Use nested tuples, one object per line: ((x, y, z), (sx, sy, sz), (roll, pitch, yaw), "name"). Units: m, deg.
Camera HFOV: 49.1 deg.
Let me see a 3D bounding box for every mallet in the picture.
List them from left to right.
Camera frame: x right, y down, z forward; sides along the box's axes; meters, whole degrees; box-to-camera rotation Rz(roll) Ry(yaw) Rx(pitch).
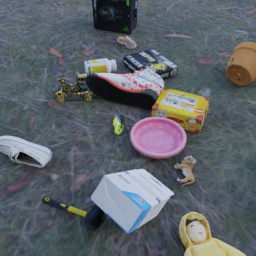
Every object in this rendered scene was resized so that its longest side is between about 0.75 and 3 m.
((-1.541, 2.227, 7.408), (1.810, 0.372, 0.596), (7, 47, 15), "mallet")

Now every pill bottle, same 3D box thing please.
((-1.203, -2.655, 12.333), (1.322, 0.741, 0.741), (-10, 44, -10), "pill bottle")

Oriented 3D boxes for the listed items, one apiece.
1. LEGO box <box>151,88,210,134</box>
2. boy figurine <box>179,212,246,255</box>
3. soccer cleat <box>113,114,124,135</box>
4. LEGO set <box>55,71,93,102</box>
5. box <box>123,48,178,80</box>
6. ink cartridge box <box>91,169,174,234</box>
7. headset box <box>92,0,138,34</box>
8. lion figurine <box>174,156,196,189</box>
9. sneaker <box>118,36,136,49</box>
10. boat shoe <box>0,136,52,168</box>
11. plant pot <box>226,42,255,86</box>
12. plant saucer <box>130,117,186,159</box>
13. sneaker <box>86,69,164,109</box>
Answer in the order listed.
((1.930, -0.671, 10.217), (1.789, 0.690, 1.333), (17, 46, 18), "LEGO box")
((1.923, 3.009, 6.067), (1.638, 0.849, 2.635), (-10, 42, -10), "boy figurine")
((-0.372, -0.102, 9.972), (0.400, 0.309, 0.956), (-19, 41, 25), "soccer cleat")
((-2.159, -1.717, 11.169), (1.621, 0.939, 1.246), (3, 43, 3), "LEGO set")
((0.995, -2.826, 12.694), (1.665, 0.507, 2.065), (-19, 46, -24), "box")
((0.213, 1.694, 6.976), (1.215, 0.710, 2.094), (37, 14, 24), "ink cartridge box")
((-0.624, -6.560, 15.539), (2.453, 2.135, 1.138), (15, 45, 14), "headset box")
((1.771, 1.324, 8.357), (0.654, 0.387, 1.069), (4, 55, -10), "lion figurine")
((0.037, -4.489, 14.522), (0.491, 0.498, 1.271), (-25, 47, -31), "sneaker")
((-3.353, 0.795, 8.699), (1.912, 0.688, 0.628), (17, 40, 6), "boat shoe")
((4.922, -2.577, 11.743), (1.657, 1.657, 1.160), (31, 67, 29), "plant pot")
((0.986, 0.371, 9.268), (1.821, 0.462, 1.821), (0, 44, 0), "plant saucer")
((-0.050, -1.790, 11.233), (3.002, 1.002, 1.609), (17, 44, 13), "sneaker")
